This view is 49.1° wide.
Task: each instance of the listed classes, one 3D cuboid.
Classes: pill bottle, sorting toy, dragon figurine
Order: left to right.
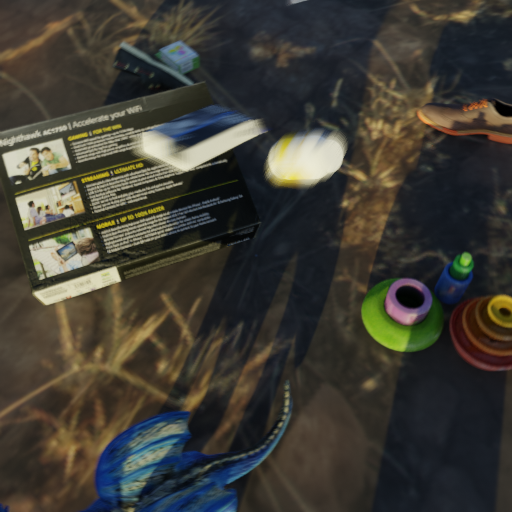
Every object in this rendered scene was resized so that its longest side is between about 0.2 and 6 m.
[{"bbox_3d":[-1.051,2.704,6.424,4.370,2.173,1.286,-27,59,-19],"label":"dragon figurine"},{"bbox_3d":[0.697,-1.374,7.864,0.586,0.586,1.046,-40,26,-25],"label":"pill bottle"},{"bbox_3d":[2.988,0.742,8.563,2.574,1.057,1.547,14,55,11],"label":"sorting toy"}]

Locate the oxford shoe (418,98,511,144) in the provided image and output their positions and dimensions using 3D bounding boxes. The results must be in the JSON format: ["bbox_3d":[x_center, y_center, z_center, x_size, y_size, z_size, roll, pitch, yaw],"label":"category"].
[{"bbox_3d":[4.461,-2.934,11.438,2.186,0.793,0.778,11,54,8],"label":"oxford shoe"}]

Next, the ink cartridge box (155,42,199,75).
[{"bbox_3d":[-1.855,-4.651,13.004,0.553,0.316,1.066,-33,60,-22],"label":"ink cartridge box"}]

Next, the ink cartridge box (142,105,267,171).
[{"bbox_3d":[-0.631,-1.618,7.303,0.780,0.308,1.569,27,43,30],"label":"ink cartridge box"}]

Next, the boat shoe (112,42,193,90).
[{"bbox_3d":[-2.203,-3.949,12.325,2.048,0.749,0.642,29,99,7],"label":"boat shoe"}]

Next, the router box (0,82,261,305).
[{"bbox_3d":[-2.152,-1.122,9.449,3.771,0.963,2.813,-18,77,-14],"label":"router box"}]

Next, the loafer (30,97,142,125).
[{"bbox_3d":[-2.852,-2.092,10.758,3.402,1.242,1.214,-18,89,-14],"label":"loafer"}]

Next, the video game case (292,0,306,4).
[{"bbox_3d":[1.071,-5.147,9.797,1.082,1.189,0.141,-12,47,6],"label":"video game case"}]
